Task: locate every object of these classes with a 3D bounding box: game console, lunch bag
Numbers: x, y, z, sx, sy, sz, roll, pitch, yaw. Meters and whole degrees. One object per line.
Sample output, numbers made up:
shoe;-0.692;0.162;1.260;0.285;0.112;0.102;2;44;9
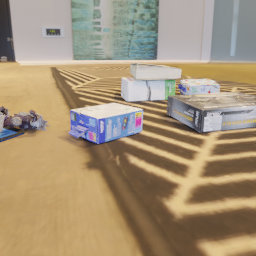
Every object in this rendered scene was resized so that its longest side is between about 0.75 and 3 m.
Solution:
game console;-3.265;-0.144;6.286;0.827;1.193;1.398;-22;3;31
lunch bag;2.868;-1.606;11.548;1.458;0.688;1.820;-3;17;-4

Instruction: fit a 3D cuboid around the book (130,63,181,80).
book;1.039;-2.318;11.418;1.698;0.611;2.542;2;14;-5

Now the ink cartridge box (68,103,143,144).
ink cartridge box;-0.594;-0.138;6.512;1.604;0.612;1.094;-12;20;-41

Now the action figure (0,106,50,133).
action figure;-2.657;-0.179;6.500;1.260;0.672;1.937;1;8;21

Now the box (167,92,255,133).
box;2.616;-0.522;7.857;2.494;0.603;1.976;-5;17;-17

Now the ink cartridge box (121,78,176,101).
ink cartridge box;0.759;-1.588;11.204;1.913;0.806;1.397;-3;16;-12
